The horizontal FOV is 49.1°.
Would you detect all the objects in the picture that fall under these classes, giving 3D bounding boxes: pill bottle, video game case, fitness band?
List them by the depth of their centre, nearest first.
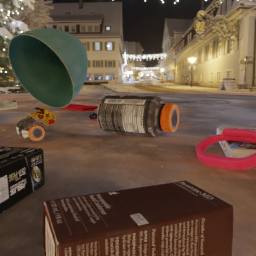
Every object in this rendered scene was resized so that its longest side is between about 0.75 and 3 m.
[{"bbox_3d":[1.715,0.329,4.664,1.193,0.223,0.857,4,36,48],"label":"fitness band"},{"bbox_3d":[3.243,0.354,5.390,2.759,0.317,2.514,3,9,12],"label":"video game case"},{"bbox_3d":[-2.269,0.062,6.588,0.508,0.508,0.956,-6,10,-33],"label":"pill bottle"},{"bbox_3d":[0.283,-0.307,7.243,1.983,1.053,1.053,5,10,28],"label":"pill bottle"}]

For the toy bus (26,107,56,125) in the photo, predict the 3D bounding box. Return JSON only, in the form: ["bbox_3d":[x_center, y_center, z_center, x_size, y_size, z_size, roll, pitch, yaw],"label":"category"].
[{"bbox_3d":[-2.762,-0.432,9.000,0.889,0.487,0.942,16,-18,-15],"label":"toy bus"}]

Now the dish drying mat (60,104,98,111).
[{"bbox_3d":[-2.870,-1.118,15.195,2.663,0.242,1.023,9,14,42],"label":"dish drying mat"}]

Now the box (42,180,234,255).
[{"bbox_3d":[0.070,0.777,2.103,1.302,0.488,0.652,-2,8,-24],"label":"box"}]

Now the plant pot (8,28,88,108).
[{"bbox_3d":[-2.415,-2.261,9.584,2.660,2.660,1.791,6,40,33],"label":"plant pot"}]

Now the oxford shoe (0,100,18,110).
[{"bbox_3d":[-6.658,-1.229,15.055,0.648,0.498,1.724,7,13,22],"label":"oxford shoe"}]

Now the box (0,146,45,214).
[{"bbox_3d":[-1.687,0.578,3.231,0.962,0.506,1.175,2,9,13],"label":"box"}]

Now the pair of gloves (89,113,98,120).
[{"bbox_3d":[-0.490,-0.383,10.399,1.744,0.216,1.554,-4,11,-29],"label":"pair of gloves"}]
